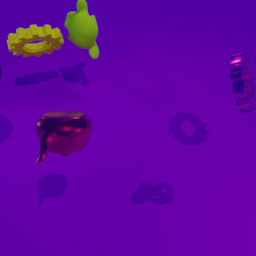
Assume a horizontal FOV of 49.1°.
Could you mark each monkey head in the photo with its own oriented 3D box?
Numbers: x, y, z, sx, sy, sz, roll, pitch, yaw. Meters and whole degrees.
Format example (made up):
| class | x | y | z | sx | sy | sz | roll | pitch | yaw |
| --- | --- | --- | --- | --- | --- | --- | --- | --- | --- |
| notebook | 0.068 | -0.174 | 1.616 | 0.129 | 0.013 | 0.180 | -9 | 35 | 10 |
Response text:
| class | x | y | z | sx | sy | sz | roll | pitch | yaw |
| --- | --- | --- | --- | --- | --- | --- | --- | --- | --- |
| monkey head | -1.282 | -3.123 | 8.741 | 1.268 | 1.762 | 1.062 | -35 | 39 | -30 |

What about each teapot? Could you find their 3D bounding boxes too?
| class | x | y | z | sx | sy | sz | roll | pitch | yaw |
| --- | --- | --- | --- | --- | --- | --- | --- | --- | --- |
| teapot | -0.881 | 0.104 | 3.821 | 0.763 | 0.601 | 1.228 | 6 | 16 | 17 |

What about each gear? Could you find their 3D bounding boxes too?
| class | x | y | z | sx | sy | sz | roll | pitch | yaw |
| --- | --- | --- | --- | --- | --- | --- | --- | --- | --- |
| gear | -2.898 | -2.709 | 8.837 | 1.659 | 1.659 | 0.307 | -13 | 86 | -13 |
| gear | 2.635 | -1.008 | 6.383 | 0.252 | 1.362 | 1.362 | -9 | 36 | 34 |
